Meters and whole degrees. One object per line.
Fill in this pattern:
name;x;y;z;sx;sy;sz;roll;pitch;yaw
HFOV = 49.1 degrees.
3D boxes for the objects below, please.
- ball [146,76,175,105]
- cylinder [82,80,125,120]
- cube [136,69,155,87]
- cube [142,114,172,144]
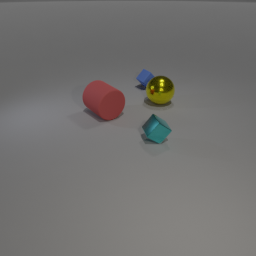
ball;1.567;-1.833;13.592;1.400;1.400;1.400;0;28;0
cylinder;-1.073;-1.242;12.364;1.400;1.400;1.400;-20;36;-32
cube;1.032;-2.740;15.609;0.700;0.700;0.700;-52;44;1
cube;1.066;0.034;10.457;0.700;0.700;0.700;28;22;-31
